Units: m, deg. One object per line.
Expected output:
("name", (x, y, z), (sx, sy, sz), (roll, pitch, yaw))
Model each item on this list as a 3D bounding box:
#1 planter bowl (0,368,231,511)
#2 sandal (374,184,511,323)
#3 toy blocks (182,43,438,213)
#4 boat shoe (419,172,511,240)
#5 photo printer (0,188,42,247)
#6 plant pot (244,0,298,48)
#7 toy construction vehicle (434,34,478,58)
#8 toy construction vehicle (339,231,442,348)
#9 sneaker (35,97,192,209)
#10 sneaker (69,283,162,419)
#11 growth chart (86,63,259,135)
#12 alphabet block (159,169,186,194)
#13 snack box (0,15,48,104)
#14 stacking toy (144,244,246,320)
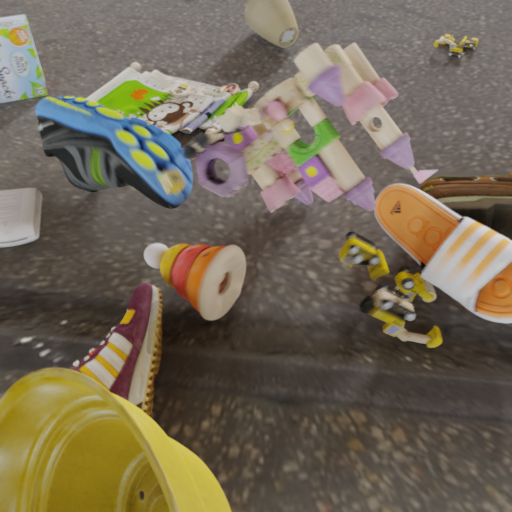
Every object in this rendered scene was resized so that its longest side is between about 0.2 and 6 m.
("planter bowl", (-1.264, 2.883, 5.313), (1.529, 3.672, 3.672), (8, 31, -49))
("sandal", (2.861, -0.111, 8.614), (0.918, 1.227, 3.204), (7, 27, -49))
("toy blocks", (0.992, -1.563, 8.863), (2.450, 2.720, 2.911), (55, 28, -3))
("boat shoe", (4.521, -0.917, 9.603), (3.403, 1.224, 1.157), (5, 49, 5))
("photo printer", (-4.341, -0.654, 9.910), (1.010, 0.421, 1.214), (-9, 48, -9))
("plant pot", (0.516, -6.074, 14.578), (1.236, 1.236, 1.320), (-20, 61, -18))
("toy construction vehicle", (5.197, -5.526, 14.525), (0.986, 0.347, 0.859), (24, 51, 20))
("toy construction vehicle", (1.994, 0.553, 8.441), (1.675, 0.590, 1.458), (26, 33, -21))
("sneaker", (-2.579, -1.746, 10.182), (3.569, 1.479, 1.265), (28, 35, 22))
("sneaker", (-1.969, 1.474, 7.481), (1.275, 1.060, 2.829), (4, 46, -4))
("growth chart", (-2.039, -3.480, 12.659), (3.579, 0.317, 2.590), (15, 50, 15))
("alphabet block", (-1.300, -1.152, 8.701), (0.266, 0.265, 0.271), (-20, 76, -39))
("snack box", (-6.069, -4.220, 12.370), (2.391, 1.700, 0.633), (-15, 48, -14))
("stacking toy", (-1.082, 0.198, 8.631), (1.626, 1.188, 1.188), (20, 50, 22))
